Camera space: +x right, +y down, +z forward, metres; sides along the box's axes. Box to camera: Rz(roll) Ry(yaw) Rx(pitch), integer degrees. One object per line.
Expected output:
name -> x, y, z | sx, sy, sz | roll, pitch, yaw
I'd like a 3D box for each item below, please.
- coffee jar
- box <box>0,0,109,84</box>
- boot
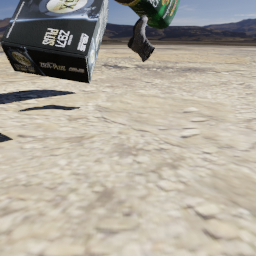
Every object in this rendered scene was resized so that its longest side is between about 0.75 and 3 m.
coffee jar -> 0.554, -4.579, 9.454 | 1.273, 1.557, 2.985 | 30, 14, 32
box -> -1.486, -2.232, 6.236 | 1.769, 0.930, 2.161 | 11, 64, 1
boot -> 0.516, -2.654, 8.399 | 0.443, 1.269, 0.836 | -36, 74, -30
